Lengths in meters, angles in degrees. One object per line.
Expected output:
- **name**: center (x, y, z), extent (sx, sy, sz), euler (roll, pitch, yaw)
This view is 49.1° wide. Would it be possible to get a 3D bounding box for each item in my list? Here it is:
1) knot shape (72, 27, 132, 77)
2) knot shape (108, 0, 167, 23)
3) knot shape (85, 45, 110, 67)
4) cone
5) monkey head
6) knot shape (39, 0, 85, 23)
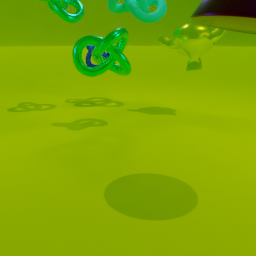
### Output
- **knot shape**: center (-0.477, -1.817, 6.671), extent (1.491, 1.395, 0.689), euler (10, 54, -28)
- **knot shape**: center (0.248, -3.825, 8.699), extent (1.754, 0.811, 1.642), euler (12, 22, -11)
- **knot shape**: center (-1.107, -2.676, 9.661), extent (0.549, 1.111, 1.188), euler (-8, 43, 57)
- **cone**: center (1.445, -1.715, 2.780), extent (1.370, 1.375, 1.370), euler (8, 16, -2)
- **monkey head**: center (1.830, -2.301, 7.956), extent (1.831, 1.317, 1.103), euler (-1, -15, 24)
- **knot shape**: center (-1.917, -3.563, 7.912), extent (1.477, 0.729, 1.578), euler (34, 10, -14)
